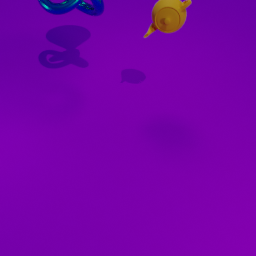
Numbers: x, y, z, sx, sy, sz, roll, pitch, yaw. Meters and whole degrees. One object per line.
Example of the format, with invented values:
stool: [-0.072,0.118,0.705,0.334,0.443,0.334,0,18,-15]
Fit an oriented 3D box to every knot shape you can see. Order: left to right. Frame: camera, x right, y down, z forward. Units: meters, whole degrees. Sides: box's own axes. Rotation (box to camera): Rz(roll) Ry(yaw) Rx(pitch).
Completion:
knot shape: [-1.265,-3.365,6.843,1.753,1.641,0.810,-30,40,32]

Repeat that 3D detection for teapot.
teapot: [0.896,-2.530,6.467,1.299,0.808,0.636,-28,28,33]
